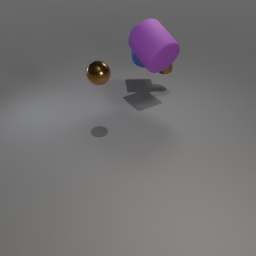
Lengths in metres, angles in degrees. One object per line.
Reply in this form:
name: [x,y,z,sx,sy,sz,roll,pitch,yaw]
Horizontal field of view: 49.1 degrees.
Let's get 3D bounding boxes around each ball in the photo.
ball: [-0.851,-1.582,8.076,0.700,0.700,0.700,0,34,0]

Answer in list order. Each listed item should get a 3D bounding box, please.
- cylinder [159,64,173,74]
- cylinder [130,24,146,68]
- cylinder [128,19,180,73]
cylinder: [1.677,-2.943,12.802,0.700,0.700,0.700,-6,48,6]
cylinder: [0.823,-3.596,12.177,1.400,1.400,1.400,-2,61,-3]
cylinder: [0.947,-3.002,10.295,1.400,1.400,1.400,-21,64,-28]
